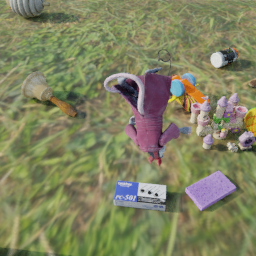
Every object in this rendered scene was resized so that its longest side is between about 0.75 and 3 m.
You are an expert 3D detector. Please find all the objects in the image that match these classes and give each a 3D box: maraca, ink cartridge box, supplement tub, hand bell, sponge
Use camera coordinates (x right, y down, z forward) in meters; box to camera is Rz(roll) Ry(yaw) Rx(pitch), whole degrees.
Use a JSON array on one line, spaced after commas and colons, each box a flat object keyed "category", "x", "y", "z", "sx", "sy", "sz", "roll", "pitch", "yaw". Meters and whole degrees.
[{"category": "maraca", "x": 4.061, "y": -0.037, "z": 8.426, "sx": 0.708, "sy": 0.907, "sz": 1.323, "roll": -12, "pitch": 50, "yaw": -28}, {"category": "ink cartridge box", "x": 0.307, "y": 1.683, "z": 6.994, "sx": 1.260, "sy": 0.279, "sz": 0.592, "roll": 5, "pitch": 42, "yaw": 5}, {"category": "supplement tub", "x": 4.067, "y": -2.966, "z": 11.723, "sx": 1.070, "sy": 0.655, "sz": 0.655, "roll": -22, "pitch": 47, "yaw": -22}, {"category": "hand bell", "x": -2.540, "y": -0.977, "z": 9.624, "sx": 2.038, "sy": 1.061, "sz": 1.061, "roll": 35, "pitch": 52, "yaw": 15}, {"category": "sponge", "x": 2.117, "y": 1.582, "z": 7.184, "sx": 1.169, "sy": 0.174, "sz": 0.652, "roll": -22, "pitch": 48, "yaw": -22}]

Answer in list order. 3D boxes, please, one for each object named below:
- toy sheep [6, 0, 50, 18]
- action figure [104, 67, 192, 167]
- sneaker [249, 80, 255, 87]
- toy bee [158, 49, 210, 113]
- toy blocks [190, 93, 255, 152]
[{"category": "toy sheep", "x": -5.443, "y": -6.838, "z": 15.157, "sx": 2.492, "sy": 1.718, "sz": 1.718, "roll": 11, "pitch": 44, "yaw": 10}, {"category": "action figure", "x": 0.376, "y": -0.123, "z": 4.378, "sx": 1.057, "sy": 1.578, "sz": 1.175, "roll": -7, "pitch": 8, "yaw": 19}, {"category": "sneaker", "x": 5.116, "y": -1.836, "z": 10.701, "sx": 1.034, "sy": 0.391, "sz": 0.364, "roll": -10, "pitch": 44, "yaw": -12}, {"category": "toy bee", "x": 1.789, "y": -1.410, "z": 9.839, "sx": 1.575, "sy": 1.308, "sz": 2.405, "roll": -9, "pitch": 68, "yaw": -21}, {"category": "toy blocks", "x": 2.849, "y": -0.338, "z": 8.341, "sx": 1.561, "sy": 1.406, "sz": 1.670, "roll": -4, "pitch": 43, "yaw": -5}]
